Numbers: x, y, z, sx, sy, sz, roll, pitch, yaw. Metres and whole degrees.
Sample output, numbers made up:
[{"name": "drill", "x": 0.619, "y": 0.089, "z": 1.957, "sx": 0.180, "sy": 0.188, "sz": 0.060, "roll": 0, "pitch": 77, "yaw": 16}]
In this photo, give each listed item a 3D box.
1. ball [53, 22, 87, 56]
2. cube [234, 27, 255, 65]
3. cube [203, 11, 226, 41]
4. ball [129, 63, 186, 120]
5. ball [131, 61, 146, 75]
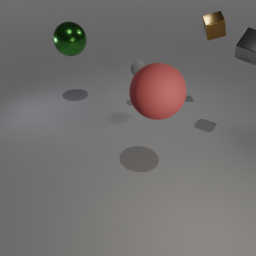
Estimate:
[{"name": "ball", "x": -2.448, "y": -3.747, "z": 11.825, "sx": 1.400, "sy": 1.400, "sz": 1.400, "roll": 0, "pitch": 30, "yaw": 0}, {"name": "cube", "x": 3.729, "y": -2.464, "z": 8.463, "sx": 0.700, "sy": 0.700, "sz": 0.700, "roll": 30, "pitch": 83, "yaw": 22}, {"name": "cube", "x": 3.313, "y": -3.923, "z": 10.764, "sx": 0.700, "sy": 0.700, "sz": 0.700, "roll": -12, "pitch": 49, "yaw": 13}, {"name": "ball", "x": 0.735, "y": -0.902, "z": 6.955, "sx": 1.400, "sy": 1.400, "sz": 1.400, "roll": 0, "pitch": 30, "yaw": 0}, {"name": "ball", "x": 0.464, "y": -2.545, "z": 12.064, "sx": 0.700, "sy": 0.700, "sz": 0.700, "roll": 0, "pitch": 30, "yaw": 0}]
